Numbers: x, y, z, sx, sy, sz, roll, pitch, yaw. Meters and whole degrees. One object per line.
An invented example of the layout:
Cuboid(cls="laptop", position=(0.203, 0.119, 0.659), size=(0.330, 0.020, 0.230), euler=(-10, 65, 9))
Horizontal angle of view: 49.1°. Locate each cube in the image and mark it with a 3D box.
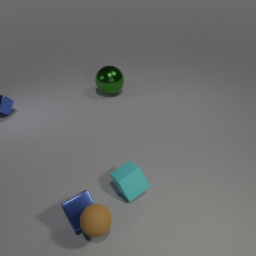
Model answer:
Cuboid(cls="cube", position=(-1.176, 2.005, 6.885), size=(0.700, 0.700, 0.700), euler=(-28, -5, -19))
Cuboid(cls="cube", position=(-5.407, -0.978, 11.820), size=(0.700, 0.700, 0.700), euler=(9, -12, 14))
Cuboid(cls="cube", position=(0.043, 1.453, 7.788), size=(0.700, 0.700, 0.700), euler=(-34, 22, -14))

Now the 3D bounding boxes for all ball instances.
Cuboid(cls="ball", position=(-0.710, 2.034, 6.184), size=(0.700, 0.700, 0.700), euler=(0, 32, 0))
Cuboid(cls="ball", position=(-0.887, -2.314, 13.555), size=(1.400, 1.400, 1.400), euler=(0, 32, 0))
